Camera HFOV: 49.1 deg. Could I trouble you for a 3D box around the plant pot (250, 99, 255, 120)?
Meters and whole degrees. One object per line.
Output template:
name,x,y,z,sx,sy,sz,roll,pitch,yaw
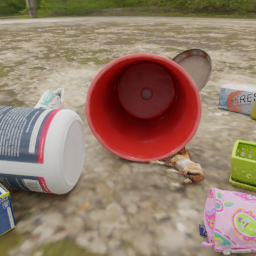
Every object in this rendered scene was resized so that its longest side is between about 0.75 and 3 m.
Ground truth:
plant pot,5.073,-0.832,8.351,1.740,1.740,1.535,-10,33,-20

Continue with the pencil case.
pencil case,2.334,1.549,4.294,2.336,1.021,1.021,5,27,10

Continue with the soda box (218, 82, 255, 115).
soda box,4.378,-0.885,9.248,2.569,0.817,0.879,17,31,37

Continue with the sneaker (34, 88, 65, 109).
sneaker,-2.295,-0.465,7.646,0.924,1.087,2.457,22,24,-7

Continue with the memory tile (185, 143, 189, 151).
memory tile,1.159,0.391,7.608,0.975,0.082,0.747,5,27,9

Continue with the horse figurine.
horse figurine,1.199,0.877,6.212,1.052,0.396,1.587,-3,18,-20

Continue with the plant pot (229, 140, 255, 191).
plant pot,2.616,0.829,5.939,0.845,0.767,0.841,12,28,24

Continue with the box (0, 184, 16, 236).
box,-2.989,1.649,4.183,0.760,0.828,2.363,23,35,36

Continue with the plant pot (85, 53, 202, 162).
plant pot,0.434,-0.734,7.338,2.629,2.629,2.326,2,19,5

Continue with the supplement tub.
supplement tub,-2.228,0.406,5.739,2.413,1.693,1.693,4,26,8

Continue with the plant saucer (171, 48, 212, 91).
plant saucer,2.296,-2.048,10.875,0.377,2.190,2.190,31,0,-44
